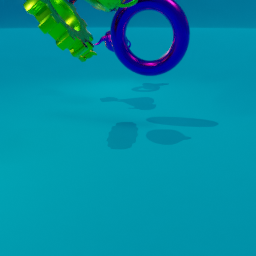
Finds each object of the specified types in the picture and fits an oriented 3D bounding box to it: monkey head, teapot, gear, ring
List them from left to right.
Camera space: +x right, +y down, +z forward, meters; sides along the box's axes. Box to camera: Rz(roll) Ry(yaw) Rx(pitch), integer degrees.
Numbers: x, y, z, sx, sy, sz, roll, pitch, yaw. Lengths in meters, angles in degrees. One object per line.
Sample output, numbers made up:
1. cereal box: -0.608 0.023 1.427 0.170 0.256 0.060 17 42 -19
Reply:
1. gear: -1.390 -2.264 5.691 0.323 1.748 1.748 -33 13 20
2. monkey head: -1.512 -2.610 9.354 0.614 0.733 1.019 -46 57 -4
3. teapot: -0.541 -2.749 5.246 1.630 0.798 1.014 29 7 -1
4. teapot: -0.418 -2.553 8.351 1.175 0.575 0.730 -1 51 -28
5. ring: 0.508 -2.234 6.835 1.975 1.975 0.395 6 28 15

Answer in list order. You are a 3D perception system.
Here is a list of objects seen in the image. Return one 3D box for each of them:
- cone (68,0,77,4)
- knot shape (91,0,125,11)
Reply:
1. cone: -1.548 -4.093 8.187 1.209 1.213 1.209 16 45 -16
2. knot shape: -0.574 -5.033 10.278 1.788 1.911 0.883 -3 -11 -41
